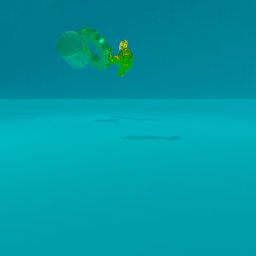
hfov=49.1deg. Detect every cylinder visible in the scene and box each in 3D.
[{"bbox_3d":[-1.817,-2.635,9.522,0.944,0.944,0.944,1,-10,10],"label":"cylinder"}]

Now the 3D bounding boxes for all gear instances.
[{"bbox_3d":[-1.320,-3.039,10.803,1.738,1.738,0.321,7,48,49],"label":"gear"}]

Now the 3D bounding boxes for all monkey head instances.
[{"bbox_3d":[-0.268,-2.491,10.166,0.965,1.341,0.808,1,19,-15],"label":"monkey head"}]
